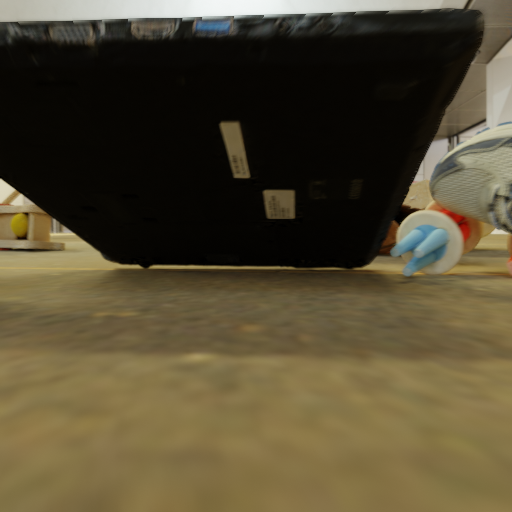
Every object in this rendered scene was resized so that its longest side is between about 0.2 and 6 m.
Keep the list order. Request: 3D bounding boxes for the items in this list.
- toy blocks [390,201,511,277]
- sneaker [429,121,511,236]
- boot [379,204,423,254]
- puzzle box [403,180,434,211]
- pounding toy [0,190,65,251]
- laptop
[{"bbox_3d":[2.158,-0.130,5.233,1.479,0.644,1.774,16,27,34],"label":"toy blocks"},{"bbox_3d":[2.430,-0.352,4.349,2.486,0.958,1.059,15,54,42],"label":"sneaker"},{"bbox_3d":[1.580,-0.407,8.610,2.097,0.804,1.628,13,-10,-14],"label":"boot"},{"bbox_3d":[3.381,-0.777,10.681,3.735,0.475,2.485,-2,-10,-36],"label":"puzzle box"},{"bbox_3d":[-5.059,-0.927,11.121,2.849,1.634,1.629,2,-1,37],"label":"pounding toy"},{"bbox_3d":[-1.099,-1.437,4.546,4.482,2.315,3.972,1,-14,5],"label":"laptop"}]
